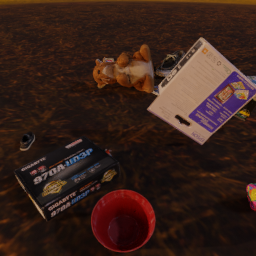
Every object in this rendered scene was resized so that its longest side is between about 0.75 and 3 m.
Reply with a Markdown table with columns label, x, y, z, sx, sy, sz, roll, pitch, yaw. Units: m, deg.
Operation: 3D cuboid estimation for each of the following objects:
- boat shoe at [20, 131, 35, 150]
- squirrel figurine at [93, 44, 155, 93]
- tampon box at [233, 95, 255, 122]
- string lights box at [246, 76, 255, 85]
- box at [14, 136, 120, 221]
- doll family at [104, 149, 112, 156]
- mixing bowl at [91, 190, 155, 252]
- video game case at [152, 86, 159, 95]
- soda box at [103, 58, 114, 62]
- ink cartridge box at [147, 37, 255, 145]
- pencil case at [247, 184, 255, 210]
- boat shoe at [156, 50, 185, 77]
| label | x | y | z | sx | sy | sz | roll | pitch | yaw |
| --- | --- | --- | --- | --- | --- | --- | --- | --- | --- |
| boat shoe | -3.141 | 0.332 | 8.751 | 0.330 | 0.311 | 0.920 | -2 | 29 | -1 |
| squirrel figurine | -0.172 | -2.484 | 12.516 | 2.562 | 1.943 | 2.745 | -7 | 12 | 11 |
| tampon box | 3.720 | -0.877 | 9.046 | 0.748 | 0.999 | 0.630 | 28 | 34 | 10 |
| string lights box | 5.749 | -2.119 | 12.887 | 1.253 | 0.369 | 0.644 | 3 | 30 | 5 |
| box | -1.496 | 1.128 | 6.988 | 2.094 | 0.482 | 1.664 | -28 | 40 | -29 |
| doll family | -0.732 | 0.897 | 7.787 | 0.760 | 0.342 | 0.472 | -33 | 39 | -3 |
| mixing bowl | -0.093 | 1.913 | 5.523 | 1.209 | 0.655 | 1.209 | 0 | 49 | 0 |
| video game case | 1.568 | -1.589 | 12.250 | 0.856 | 0.108 | 1.195 | -20 | 36 | -29 |
| soda box | -0.951 | -3.115 | 14.447 | 0.565 | 0.534 | 1.669 | -4 | 30 | -7 |
| ink cartridge box | 2.061 | -0.894 | 7.854 | 2.296 | 2.317 | 0.503 | 31 | 24 | -25 |
| pencil case | 3.504 | 1.521 | 6.423 | 1.491 | 0.659 | 0.659 | -2 | 30 | -7 |
| boat shoe | 2.238 | -3.424 | 14.609 | 0.994 | 0.895 | 2.812 | 14 | 33 | 23 |
